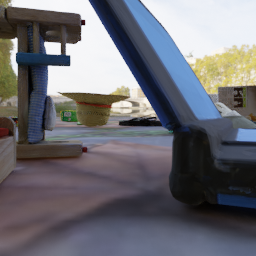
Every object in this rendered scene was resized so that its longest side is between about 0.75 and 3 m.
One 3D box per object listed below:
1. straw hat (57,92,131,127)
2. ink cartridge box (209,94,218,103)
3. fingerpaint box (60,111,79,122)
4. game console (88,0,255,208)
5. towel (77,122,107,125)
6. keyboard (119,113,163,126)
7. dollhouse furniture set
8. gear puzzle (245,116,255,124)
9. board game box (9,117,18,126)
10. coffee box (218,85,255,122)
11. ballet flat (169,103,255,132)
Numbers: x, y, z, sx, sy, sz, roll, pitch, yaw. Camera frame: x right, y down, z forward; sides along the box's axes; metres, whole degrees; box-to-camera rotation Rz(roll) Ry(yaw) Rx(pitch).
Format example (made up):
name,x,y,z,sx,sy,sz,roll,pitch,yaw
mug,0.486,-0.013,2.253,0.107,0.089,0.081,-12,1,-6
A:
name,x,y,z,sx,sy,sz,roll,pitch,yaw
straw hat,-1.084,-0.559,8.780,2.397,1.014,2.397,4,4,0
ink cartridge box,3.971,-0.819,12.238,2.890,1.205,2.098,-1,3,-22
fingerpaint box,-2.729,-0.622,14.846,1.590,0.583,1.326,0,3,-18
game console,0.914,-0.411,1.917,1.973,1.368,2.311,0,3,22
towel,-1.316,-0.194,10.251,1.050,0.161,0.783,-1,2,-7
keyboard,0.745,-0.265,9.201,2.119,0.420,1.103,0,2,24
dollhouse furniture set,-0.848,-0.338,1.918,1.198,1.205,1.710,-1,2,-14
gear puzzle,2.776,-0.206,8.561,1.303,0.329,2.516,-1,3,-13
board game box,-3.836,-0.219,9.183,0.897,0.308,1.085,1,2,1
coffee box,4.354,-0.746,9.013,2.808,1.119,1.606,-1,-1,18
ballet flat,1.442,-0.184,5.088,0.649,0.613,1.925,-2,4,-41
